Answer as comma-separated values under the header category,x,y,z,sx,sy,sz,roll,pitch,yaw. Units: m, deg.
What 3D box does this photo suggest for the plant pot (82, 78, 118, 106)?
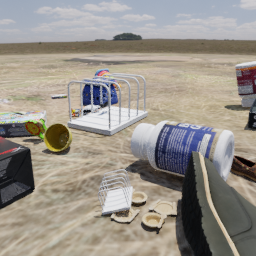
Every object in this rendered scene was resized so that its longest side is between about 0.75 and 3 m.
category,x,y,z,sx,sy,sz,roll,pitch,yaw
plant pot,-1.376,-1.761,13.486,1.357,1.220,1.357,15,23,34

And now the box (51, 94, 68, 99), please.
category,x,y,z,sx,sy,sz,roll,pitch,yaw
box,-3.656,-1.669,14.885,0.786,0.136,0.433,-8,20,-23

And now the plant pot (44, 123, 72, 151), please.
category,x,y,z,sx,sy,sz,roll,pitch,yaw
plant pot,-1.973,0.310,8.261,0.819,0.819,0.581,5,-9,14

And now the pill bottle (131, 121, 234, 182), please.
category,x,y,z,sx,sy,sz,roll,pitch,yaw
pill bottle,1.249,0.501,6.723,2.261,1.256,1.256,10,21,31

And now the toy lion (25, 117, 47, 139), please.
category,x,y,z,sx,sy,sz,roll,pitch,yaw
toy lion,-2.861,0.045,8.931,0.785,0.819,0.281,-18,30,28

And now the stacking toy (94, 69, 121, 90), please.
category,x,y,z,sx,sy,sz,roll,pitch,yaw
stacking toy,-1.111,-2.804,17.269,1.073,1.135,1.956,-20,41,-39

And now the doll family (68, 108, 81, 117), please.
category,x,y,z,sx,sy,sz,roll,pitch,yaw
doll family,-2.242,-0.724,11.773,0.480,0.348,0.773,1,19,4

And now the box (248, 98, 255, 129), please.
category,x,y,z,sx,sy,sz,roll,pitch,yaw
box,6.144,-0.522,10.202,2.976,0.685,2.366,11,30,29

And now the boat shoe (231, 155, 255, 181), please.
category,x,y,z,sx,sy,sz,roll,pitch,yaw
boat shoe,3.008,0.992,6.634,1.188,0.418,0.418,18,24,39

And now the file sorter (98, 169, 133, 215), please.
category,x,y,z,sx,sy,sz,roll,pitch,yaw
file sorter,-0.252,1.238,5.547,0.550,0.494,0.793,-15,15,8

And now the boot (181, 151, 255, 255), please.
category,x,y,z,sx,sy,sz,roll,pitch,yaw
boot,1.990,1.509,4.372,2.045,1.145,2.957,5,32,0

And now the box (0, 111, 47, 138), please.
category,x,y,z,sx,sy,sz,roll,pitch,yaw
box,-4.362,-0.132,9.809,2.797,0.486,1.539,-3,19,-10

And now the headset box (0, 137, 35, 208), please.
category,x,y,z,sx,sy,sz,roll,pitch,yaw
headset box,-3.743,0.879,5.896,2.837,1.096,2.111,15,24,33

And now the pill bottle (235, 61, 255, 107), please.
category,x,y,z,sx,sy,sz,roll,pitch,yaw
pill bottle,5.592,-1.996,12.801,1.103,1.932,1.103,-11,13,3

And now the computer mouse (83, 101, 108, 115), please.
category,x,y,z,sx,sy,sz,roll,pitch,yaw
computer mouse,-1.411,-0.837,11.513,1.346,0.295,0.738,-15,12,29

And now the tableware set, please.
category,x,y,z,sx,sy,sz,roll,pitch,yaw
tableware set,0.320,1.560,5.375,1.195,0.139,0.998,8,20,24

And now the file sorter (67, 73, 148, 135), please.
category,x,y,z,sx,sy,sz,roll,pitch,yaw
file sorter,-0.694,-1.061,10.653,1.925,1.728,2.774,11,21,29
